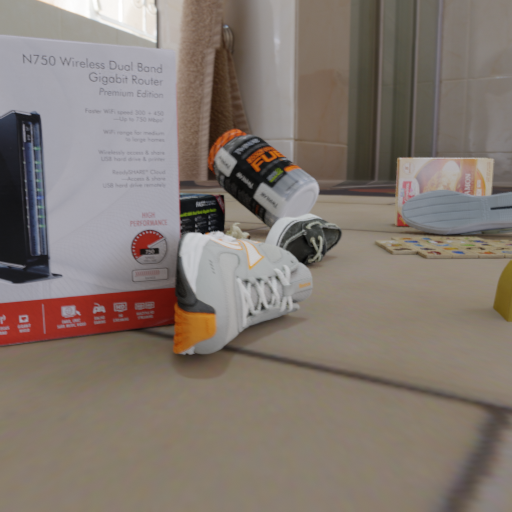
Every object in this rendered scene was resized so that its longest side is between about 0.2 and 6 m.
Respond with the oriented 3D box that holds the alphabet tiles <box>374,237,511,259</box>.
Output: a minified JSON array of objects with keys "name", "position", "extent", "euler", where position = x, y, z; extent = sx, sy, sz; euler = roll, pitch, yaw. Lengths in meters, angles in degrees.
[{"name":"alphabet tiles","position":[3.651,-0.166,10.358],"extent":[2.652,0.084,2.206],"euler":[0,10,-2]}]

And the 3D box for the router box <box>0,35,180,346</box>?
[{"name":"router box","position":[-2.183,-0.557,5.025],"extent":[2.917,2.618,0.713],"euler":[-5,10,-24]}]

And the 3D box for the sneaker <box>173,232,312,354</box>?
[{"name":"sneaker","position":[-0.053,0.253,5.368],"extent":[1.216,1.001,2.643],"euler":[5,11,4]}]

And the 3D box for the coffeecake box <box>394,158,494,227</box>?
[{"name":"coffeecake box","position":[4.584,-1.570,13.850],"extent":[2.182,1.675,0.797],"euler":[2,10,10]}]

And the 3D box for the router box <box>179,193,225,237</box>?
[{"name":"router box","position":[-2.220,-0.862,12.058],"extent":[2.120,0.879,2.829],"euler":[4,10,24]}]

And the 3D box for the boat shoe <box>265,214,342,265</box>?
[{"name":"boat shoe","position":[0.762,-0.230,8.654],"extent":[0.665,0.738,2.089],"euler":[18,23,23]}]

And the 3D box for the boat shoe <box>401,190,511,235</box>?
[{"name":"boat shoe","position":[4.678,-0.819,12.267],"extent":[2.874,1.034,0.891],"euler":[3,-24,23]}]

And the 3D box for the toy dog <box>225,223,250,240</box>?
[{"name":"toy dog","position":[-0.325,-0.379,10.561],"extent":[0.431,0.418,0.301],"euler":[24,-12,-27]}]

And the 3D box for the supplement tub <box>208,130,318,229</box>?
[{"name":"supplement tub","position":[0.109,-1.698,12.384],"extent":[2.339,1.433,1.433],"euler":[41,27,21]}]

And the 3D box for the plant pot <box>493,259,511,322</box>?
[{"name":"plant pot","position":[2.844,0.342,5.807],"extent":[0.577,0.594,0.581],"euler":[1,9,8]}]
